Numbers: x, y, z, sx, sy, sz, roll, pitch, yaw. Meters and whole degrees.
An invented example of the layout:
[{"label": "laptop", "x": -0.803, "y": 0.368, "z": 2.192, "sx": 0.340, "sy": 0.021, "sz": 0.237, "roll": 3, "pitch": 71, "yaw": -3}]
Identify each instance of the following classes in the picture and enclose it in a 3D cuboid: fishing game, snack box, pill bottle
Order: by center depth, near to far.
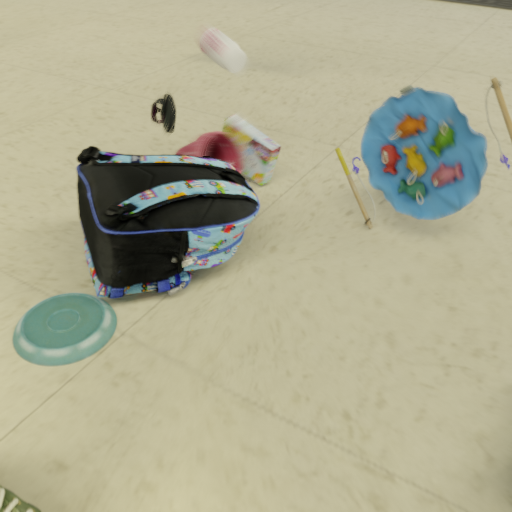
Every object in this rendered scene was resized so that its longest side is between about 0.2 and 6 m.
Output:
[{"label": "fishing game", "x": 2.600, "y": -1.584, "z": 8.999, "sx": 3.090, "sy": 2.213, "sz": 0.480, "roll": -11, "pitch": 14, "yaw": 47}, {"label": "pill bottle", "x": -0.630, "y": -3.879, "z": 10.607, "sx": 0.518, "sy": 0.518, "sz": 0.914, "roll": -25, "pitch": 55, "yaw": -30}, {"label": "snack box", "x": -0.166, "y": -2.164, "z": 11.441, "sx": 1.273, "sy": 0.905, "sz": 0.337, "roll": 39, "pitch": 49, "yaw": 20}]

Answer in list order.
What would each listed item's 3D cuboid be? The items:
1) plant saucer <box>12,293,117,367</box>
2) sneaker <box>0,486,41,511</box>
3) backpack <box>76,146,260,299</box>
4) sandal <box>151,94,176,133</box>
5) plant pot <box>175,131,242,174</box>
[{"label": "plant saucer", "x": -2.800, "y": 0.999, "z": 8.189, "sx": 1.487, "sy": 0.204, "sz": 1.487, "roll": 1, "pitch": 37, "yaw": 0}, {"label": "sneaker", "x": -2.439, "y": 2.631, "z": 4.963, "sx": 3.201, "sy": 1.437, "sz": 1.073, "roll": 12, "pitch": 39, "yaw": 16}, {"label": "backpack", "x": -1.378, "y": -0.602, "z": 8.979, "sx": 2.637, "sy": 1.774, "sz": 2.407, "roll": -8, "pitch": 38, "yaw": -24}, {"label": "sandal", "x": -1.766, "y": -2.713, "z": 10.529, "sx": 0.375, "sy": 0.589, "sz": 1.568, "roll": 3, "pitch": 21, "yaw": -15}, {"label": "plant pot", "x": -1.040, "y": -1.866, "z": 11.229, "sx": 1.038, "sy": 1.160, "sz": 1.160, "roll": 2, "pitch": 31, "yaw": 40}]
